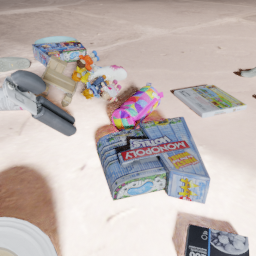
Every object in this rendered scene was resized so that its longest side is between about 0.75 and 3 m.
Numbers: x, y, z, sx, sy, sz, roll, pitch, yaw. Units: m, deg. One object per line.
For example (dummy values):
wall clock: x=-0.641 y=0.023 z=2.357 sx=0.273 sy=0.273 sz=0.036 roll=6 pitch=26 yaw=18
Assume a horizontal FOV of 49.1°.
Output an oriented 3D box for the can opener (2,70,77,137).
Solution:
can opener: x=-2.055 y=-0.574 z=7.219 sx=0.862 sy=2.579 sz=0.688 roll=-26 pitch=57 yaw=18

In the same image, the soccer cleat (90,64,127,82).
soccer cleat: x=-1.109 y=-2.170 z=11.662 sx=2.152 sy=0.752 sz=0.929 roll=11 pitch=47 yaw=22

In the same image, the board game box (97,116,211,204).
board game box: x=0.704 y=0.793 z=6.736 sx=2.535 sy=0.782 sz=2.534 roll=-9 pitch=33 yaw=-14

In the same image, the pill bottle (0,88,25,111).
pill bottle: x=-4.188 y=-0.974 z=9.545 sx=1.406 sy=0.797 sz=0.797 roll=-2 pitch=32 yaw=-3

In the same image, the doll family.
doll family: x=-1.242 y=-1.614 z=9.787 sx=0.938 sy=2.082 sz=1.293 roll=-31 pitch=12 yaw=38

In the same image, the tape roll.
tape roll: x=-1.912 y=2.325 z=3.934 sx=2.009 sy=0.703 sz=2.009 roll=4 pitch=45 yaw=-4

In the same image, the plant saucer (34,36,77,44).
plant saucer: x=-4.030 y=-4.673 z=15.786 sx=2.340 sy=0.451 sz=2.340 roll=0 pitch=31 yaw=0

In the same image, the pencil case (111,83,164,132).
pencil case: x=0.329 y=-0.654 z=8.946 sx=0.932 sy=0.932 sz=2.110 roll=17 pitch=38 yaw=24

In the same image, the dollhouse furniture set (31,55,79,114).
dollhouse furniture set: x=-2.674 y=-1.385 z=10.246 sx=1.297 sy=1.108 sz=2.502 roll=25 pitch=36 yaw=-19

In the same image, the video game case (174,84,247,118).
video game case: x=2.924 y=-1.025 z=10.180 sx=1.802 sy=0.227 sz=1.980 roll=-11 pitch=33 yaw=-17

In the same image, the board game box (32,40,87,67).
board game box: x=-3.303 y=-3.541 z=13.692 sx=2.420 sy=0.746 sz=2.419 roll=-11 pitch=35 yaw=-17

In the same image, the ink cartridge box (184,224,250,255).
ink cartridge box: x=1.541 y=2.280 z=4.884 sx=1.106 sy=0.242 sz=1.117 roll=9 pitch=34 yaw=12

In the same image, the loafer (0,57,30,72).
loafer: x=-5.500 y=-2.952 z=12.919 sx=1.888 sy=0.660 sz=0.659 roll=-4 pitch=24 yaw=-16

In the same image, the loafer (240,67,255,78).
loafer: x=5.533 y=-2.471 z=12.268 sx=1.269 sy=0.443 sz=0.444 roll=-6 pitch=33 yaw=-10
